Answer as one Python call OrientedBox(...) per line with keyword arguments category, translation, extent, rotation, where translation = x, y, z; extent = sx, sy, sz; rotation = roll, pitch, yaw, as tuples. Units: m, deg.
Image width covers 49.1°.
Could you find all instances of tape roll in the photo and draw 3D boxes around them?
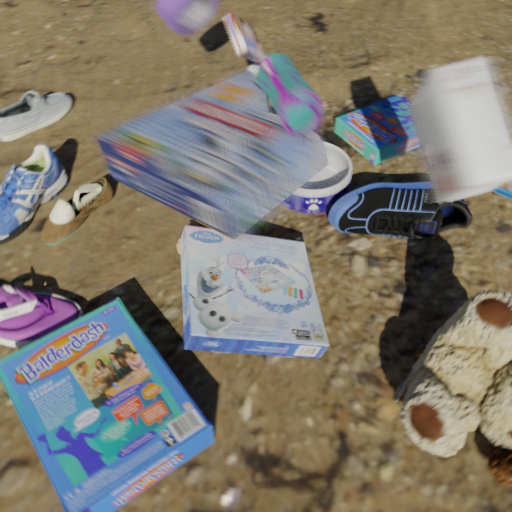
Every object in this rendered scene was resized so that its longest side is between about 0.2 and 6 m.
OrientedBox(category="tape roll", translation=(-1.404, -5.199, 11.577), extent=(1.160, 1.160, 0.493), rotation=(-36, 82, -28))

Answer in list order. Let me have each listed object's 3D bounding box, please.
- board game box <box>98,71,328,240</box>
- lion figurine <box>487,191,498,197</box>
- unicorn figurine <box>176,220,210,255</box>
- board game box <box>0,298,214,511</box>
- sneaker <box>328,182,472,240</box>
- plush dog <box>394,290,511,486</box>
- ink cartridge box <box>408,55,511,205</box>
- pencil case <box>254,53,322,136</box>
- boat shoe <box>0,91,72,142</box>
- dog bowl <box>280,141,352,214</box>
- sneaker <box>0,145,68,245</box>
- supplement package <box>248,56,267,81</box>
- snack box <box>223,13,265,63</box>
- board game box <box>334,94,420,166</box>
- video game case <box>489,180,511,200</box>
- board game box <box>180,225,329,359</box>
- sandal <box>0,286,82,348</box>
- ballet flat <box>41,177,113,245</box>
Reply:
OrientedBox(category="board game box", translation=(-0.519, -2.136, 10.323), extent=(3.326, 1.026, 3.324), rotation=(27, 55, 35))
OrientedBox(category="lion figurine", translation=(5.370, -1.786, 12.944), extent=(0.631, 0.373, 1.030), rotation=(-23, 61, -28))
OrientedBox(category="unicorn figurine", translation=(-0.796, 0.140, 10.967), extent=(1.775, 0.656, 1.219), rotation=(30, 63, 11))
OrientedBox(category="board game box", translation=(-2.475, 2.347, 8.972), extent=(2.326, 0.688, 3.058), rotation=(-28, 54, -23))
OrientedBox(category="sneaker", translation=(3.033, -0.850, 11.614), extent=(2.951, 1.035, 1.150), rotation=(-11, 42, -12))
OrientedBox(category="plush dog", translation=(3.656, 2.126, 8.731), extent=(2.264, 2.114, 2.635), rotation=(33, 84, 9))
OrientedBox(category="ink cartridge box", translation=(2.958, -1.742, 8.187), extent=(0.723, 1.515, 1.725), rotation=(-15, 86, -1))
OrientedBox(category="pencil case", translation=(0.465, -2.464, 8.451), extent=(0.675, 0.733, 1.587), rotation=(-45, 38, 19))
OrientedBox(category="boat shoe", translation=(-5.737, -3.755, 14.377), extent=(0.776, 0.793, 2.226), rotation=(32, 56, 26))
OrientedBox(category="dog bowl", translation=(1.236, -1.810, 12.690), extent=(1.806, 0.711, 1.806), rotation=(0, 48, 0))
OrientedBox(category="sneaker", translation=(-5.191, -1.330, 12.035), extent=(1.040, 1.058, 2.746), rotation=(16, 51, 12))
OrientedBox(category="supplement package", translation=(0.163, -5.289, 15.978), extent=(0.462, 0.460, 0.787), rotation=(25, 53, 21))
OrientedBox(category="snack box", translation=(-0.242, -4.949, 12.835), extent=(0.275, 0.813, 2.263), rotation=(-19, 10, 15))
OrientedBox(category="board game box", translation=(3.317, -3.220, 14.105), extent=(2.148, 0.483, 1.633), rotation=(-25, 53, -21))
OrientedBox(category="video game case", translation=(5.601, -1.928, 12.775), extent=(2.137, 0.190, 1.529), rotation=(22, 51, -1))
OrientedBox(category="board game box", translation=(-0.104, 0.633, 10.147), extent=(2.455, 0.533, 2.443), rotation=(8, 47, -18))
OrientedBox(category="sandal", translation=(-4.684, 0.939, 10.213), extent=(2.958, 0.727, 1.204), rotation=(8, 49, 7))
OrientedBox(category="ballet flat", translation=(-3.856, -1.057, 12.005), extent=(0.671, 0.716, 1.979), rotation=(34, 56, 18))
